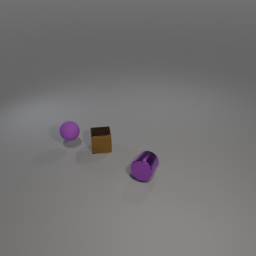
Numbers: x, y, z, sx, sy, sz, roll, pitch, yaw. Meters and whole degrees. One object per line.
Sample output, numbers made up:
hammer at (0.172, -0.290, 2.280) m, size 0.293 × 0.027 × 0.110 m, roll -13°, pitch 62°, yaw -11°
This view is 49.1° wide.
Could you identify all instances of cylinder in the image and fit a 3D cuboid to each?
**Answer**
cylinder at (0.518, 1.146, 8.551) m, size 0.700 × 0.700 × 0.700 m, roll 11°, pitch 24°, yaw 20°

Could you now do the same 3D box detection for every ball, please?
ball at (-2.050, 0.100, 9.853) m, size 0.700 × 0.700 × 0.700 m, roll 0°, pitch 29°, yaw 0°

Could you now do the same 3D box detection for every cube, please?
cube at (-0.962, 0.424, 10.000) m, size 0.700 × 0.700 × 0.700 m, roll -4°, pitch 29°, yaw -8°
